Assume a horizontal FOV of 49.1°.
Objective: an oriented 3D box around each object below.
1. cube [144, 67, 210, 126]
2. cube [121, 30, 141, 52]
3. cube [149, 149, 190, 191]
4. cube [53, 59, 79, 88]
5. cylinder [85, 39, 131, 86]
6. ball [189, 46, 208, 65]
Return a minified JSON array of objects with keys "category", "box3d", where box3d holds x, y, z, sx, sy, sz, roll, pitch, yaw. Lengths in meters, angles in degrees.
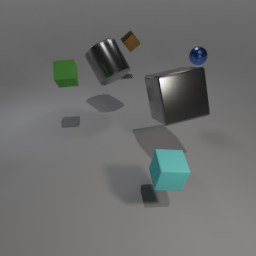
[{"category":"cube","box3d":[1.440,-1.004,8.424,1.400,1.400,1.400,-14,15,-9]},{"category":"cube","box3d":[0.131,-4.569,14.765,0.700,0.700,0.700,-37,33,13]},{"category":"cube","box3d":[0.962,0.998,6.660,0.700,0.700,0.700,4,40,-12]},{"category":"cube","box3d":[-2.106,-1.848,9.545,0.700,0.700,0.700,-6,-13,-1]},{"category":"cylinder","box3d":[-0.820,-2.666,11.443,1.400,1.400,1.400,-29,0,0]},{"category":"ball","box3d":[2.683,-2.755,10.702,0.700,0.700,0.700,0,30,0]}]
